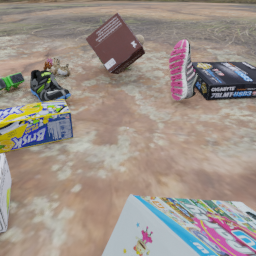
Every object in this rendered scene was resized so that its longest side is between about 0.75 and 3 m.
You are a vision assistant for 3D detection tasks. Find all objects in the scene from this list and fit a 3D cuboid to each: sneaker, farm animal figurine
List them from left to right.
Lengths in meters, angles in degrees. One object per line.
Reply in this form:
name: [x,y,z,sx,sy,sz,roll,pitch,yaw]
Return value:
sneaker: [-2.854,-1.480,9.830,0.845,0.988,2.385,-24,37,-33]
farm animal figurine: [-3.068,-2.556,12.212,1.229,0.648,1.243,17,24,5]
sneaker: [1.978,-1.937,9.628,0.909,2.077,0.766,3,-3,-37]

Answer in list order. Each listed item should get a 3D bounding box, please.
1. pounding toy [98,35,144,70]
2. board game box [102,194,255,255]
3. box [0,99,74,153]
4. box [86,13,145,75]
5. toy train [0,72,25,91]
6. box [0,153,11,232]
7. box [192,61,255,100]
pounding toy: [-0.479,-3.660,13.457,1.887,1.135,2.445,30,70,-5]
board game box: [1.347,1.668,3.074,2.674,0.859,1.973,16,12,-43]
box: [-2.871,-0.023,7.356,2.674,0.860,0.937,-11,32,-20]
box: [-0.419,-3.286,11.301,1.613,1.596,1.944,-36,2,10]
toy train: [-4.855,-1.449,10.051,0.728,0.539,2.582,-16,15,39]
box: [-3.520,1.343,5.002,2.560,0.770,1.493,-9,31,-15]
box: [3.973,-1.964,11.059,2.743,0.687,2.764,-4,30,-5]
